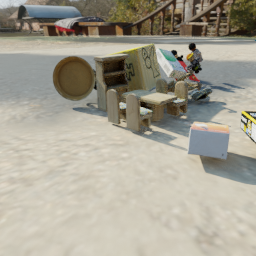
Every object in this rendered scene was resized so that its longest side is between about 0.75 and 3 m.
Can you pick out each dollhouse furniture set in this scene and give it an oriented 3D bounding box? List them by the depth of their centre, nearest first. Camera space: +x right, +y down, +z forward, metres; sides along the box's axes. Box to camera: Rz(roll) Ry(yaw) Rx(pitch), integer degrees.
[{"bbox_3d":[0.239,-1.299,8.755,2.327,1.764,2.655,-20,27,-41],"label":"dollhouse furniture set"}]

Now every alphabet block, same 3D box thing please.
[{"bbox_3d":[0.201,-2.212,10.854,1.619,1.649,1.610,-4,18,33],"label":"alphabet block"}]

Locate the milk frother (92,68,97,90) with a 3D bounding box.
[{"bbox_3d":[-1.652,-1.800,10.527,1.029,0.929,0.968,-20,37,-23],"label":"milk frother"}]

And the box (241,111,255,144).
[{"bbox_3d":[3.887,0.013,6.358,2.222,0.548,1.775,2,11,11],"label":"box"}]

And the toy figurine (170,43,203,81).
[{"bbox_3d":[2.717,-3.222,13.456,1.612,1.139,1.637,-19,33,37],"label":"toy figurine"}]

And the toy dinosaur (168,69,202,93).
[{"bbox_3d":[2.030,-1.629,10.602,2.856,0.831,1.444,-17,-1,-31],"label":"toy dinosaur"}]

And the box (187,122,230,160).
[{"bbox_3d":[1.810,0.244,6.252,0.813,0.568,1.067,7,11,16],"label":"box"}]

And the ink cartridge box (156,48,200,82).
[{"bbox_3d":[2.286,-2.810,12.564,1.934,0.484,1.556,0,48,-33],"label":"ink cartridge box"}]

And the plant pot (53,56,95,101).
[{"bbox_3d":[-1.877,-1.730,9.828,1.541,1.541,0.212,3,13,8],"label":"plant pot"}]

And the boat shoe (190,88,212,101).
[{"bbox_3d":[2.747,-1.216,10.327,1.086,0.388,0.325,-17,62,-34],"label":"boat shoe"}]
